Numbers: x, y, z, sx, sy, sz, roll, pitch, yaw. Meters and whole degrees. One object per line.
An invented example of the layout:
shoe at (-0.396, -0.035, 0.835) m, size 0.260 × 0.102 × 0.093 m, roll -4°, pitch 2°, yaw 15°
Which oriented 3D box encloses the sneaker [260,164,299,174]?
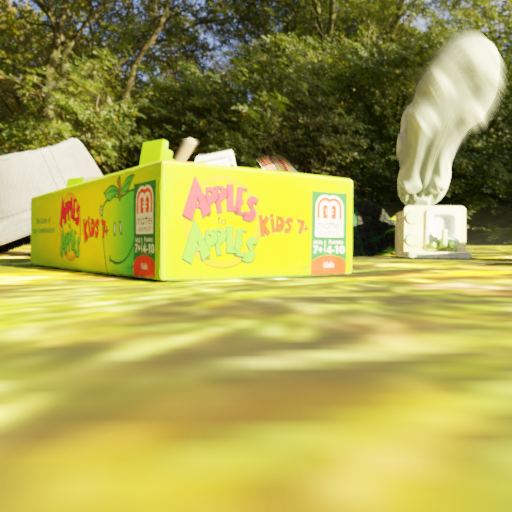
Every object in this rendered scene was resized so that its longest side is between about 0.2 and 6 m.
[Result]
sneaker at (-0.279, -0.743, 8.773) m, size 2.240 × 0.748 × 1.200 m, roll -25°, pitch -7°, yaw 4°

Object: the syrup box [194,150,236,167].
syrup box at (-0.575, -0.939, 9.900) m, size 0.667 × 1.694 × 0.690 m, roll -11°, pitch 19°, yaw 2°

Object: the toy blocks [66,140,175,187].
toy blocks at (-0.795, -0.436, 6.778) m, size 2.657 × 1.327 × 1.816 m, roll 1°, pitch -10°, yaw 37°

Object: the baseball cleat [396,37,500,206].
baseball cleat at (2.270, -1.838, 7.272) m, size 0.938 × 1.432 × 2.691 m, roll 3°, pitch -36°, yaw -3°

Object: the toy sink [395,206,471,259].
toy sink at (2.426, -0.326, 7.787) m, size 0.828 × 0.712 × 1.271 m, roll 0°, pitch 1°, yaw 8°

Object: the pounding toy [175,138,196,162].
pounding toy at (-0.613, -0.533, 7.796) m, size 1.812 × 0.841 × 1.399 m, roll 32°, pitch -49°, yaw -20°

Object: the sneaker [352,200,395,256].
sneaker at (1.806, -0.329, 9.189) m, size 2.224 × 0.868 × 0.947 m, roll 10°, pitch -12°, yaw -34°

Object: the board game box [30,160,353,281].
board game box at (-0.673, -0.199, 4.142) m, size 1.313 × 0.615 × 2.584 m, roll -1°, pitch 2°, yaw -35°

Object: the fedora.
fedora at (-3.403, -1.025, 8.877) m, size 2.618 × 1.337 × 2.960 m, roll -23°, pitch 8°, yaw -23°
